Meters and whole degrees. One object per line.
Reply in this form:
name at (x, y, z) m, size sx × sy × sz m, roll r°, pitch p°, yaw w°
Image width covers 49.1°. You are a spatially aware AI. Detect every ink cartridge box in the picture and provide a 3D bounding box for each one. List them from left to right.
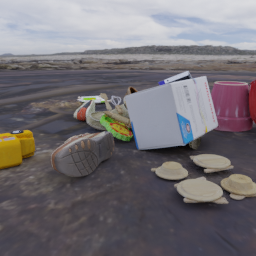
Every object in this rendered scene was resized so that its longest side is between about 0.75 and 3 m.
ink cartridge box at (1.519, -0.525, 9.335) m, size 1.817 × 1.850 × 2.513 m, roll -11°, pitch 4°, yaw 41°
ink cartridge box at (1.991, -1.460, 10.850) m, size 1.297 × 1.284 × 0.281 m, roll -16°, pitch 42°, yaw 30°

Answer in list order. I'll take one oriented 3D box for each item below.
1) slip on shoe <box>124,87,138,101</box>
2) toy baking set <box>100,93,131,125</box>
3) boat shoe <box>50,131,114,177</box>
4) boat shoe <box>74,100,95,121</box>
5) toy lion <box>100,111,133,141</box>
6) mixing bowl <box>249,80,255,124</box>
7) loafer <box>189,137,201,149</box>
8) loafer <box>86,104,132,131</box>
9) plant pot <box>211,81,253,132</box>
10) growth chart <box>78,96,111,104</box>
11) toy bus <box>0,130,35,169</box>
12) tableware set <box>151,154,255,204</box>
slip on shoe at (0.545, -1.244, 13.852) m, size 1.059 × 0.844 × 2.786 m, roll 3°, pitch 24°, yaw -20°
toy baking set at (-0.253, -0.706, 10.856) m, size 2.046 × 0.238 × 1.570 m, roll 20°, pitch 34°, yaw 0°
boat shoe at (-1.288, 0.660, 7.601) m, size 0.952 × 1.004 × 2.652 m, roll 2°, pitch 6°, yaw 22°
boat shoe at (-2.027, -0.856, 13.518) m, size 0.675 × 0.768 × 2.158 m, roll -1°, pitch 20°, yaw 5°
toy lion at (-0.426, -0.018, 10.170) m, size 1.368 × 0.470 × 1.311 m, roll 29°, pitch 19°, yaw 4°
mixing bowl at (5.632, -0.612, 10.354) m, size 2.664 × 1.443 × 2.664 m, roll 22°, pitch -6°, yaw 2°
loafer at (2.170, 0.473, 9.277) m, size 0.345 × 0.382 × 1.010 m, roll 6°, pitch 7°, yaw 26°
loafer at (-0.296, -0.512, 11.419) m, size 2.779 × 0.949 × 1.052 m, roll -1°, pitch 28°, yaw -5°
plant pot at (4.249, -0.981, 11.783) m, size 2.057 × 1.841 × 2.057 m, roll 0°, pitch 15°, yaw 0°
growth chart at (-2.242, -1.799, 17.940) m, size 1.808 × 0.222 × 2.499 m, roll -7°, pitch 16°, yaw -20°
toy bus at (-3.767, 0.680, 7.603) m, size 2.463 × 0.802 × 0.964 m, roll -11°, pitch 18°, yaw -34°
tableware set at (1.876, 1.179, 6.797) m, size 2.114 × 0.294 × 2.531 m, roll -4°, pitch 16°, yaw -15°
